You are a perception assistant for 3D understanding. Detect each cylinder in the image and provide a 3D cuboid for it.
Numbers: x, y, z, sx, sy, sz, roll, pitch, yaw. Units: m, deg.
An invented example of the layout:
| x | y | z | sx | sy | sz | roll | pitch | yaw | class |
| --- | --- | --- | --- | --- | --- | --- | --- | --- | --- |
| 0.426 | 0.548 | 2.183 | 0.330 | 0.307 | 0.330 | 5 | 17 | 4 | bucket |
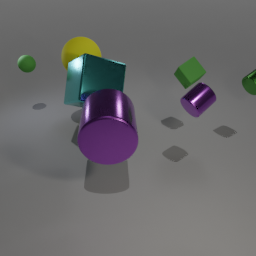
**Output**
| x | y | z | sx | sy | sz | roll | pitch | yaw | class |
| --- | --- | --- | --- | --- | --- | --- | --- | --- | --- |
| 4.206 | -1.534 | 9.077 | 0.700 | 0.700 | 0.700 | -35 | 38 | -9 | cylinder |
| 1.919 | -0.765 | 7.669 | 0.700 | 0.700 | 0.700 | -41 | 41 | -8 | cylinder |
| -0.489 | -0.053 | 6.952 | 1.400 | 1.400 | 1.400 | -1 | 35 | -3 | cylinder |

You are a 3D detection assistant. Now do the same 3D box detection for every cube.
| x | y | z | sx | sy | sz | roll | pitch | yaw | class |
| --- | --- | --- | --- | --- | --- | --- | --- | --- | --- |
| -1.054 | -1.356 | 8.756 | 1.400 | 1.400 | 1.400 | 8 | -3 | -31 | cube |
| 2.136 | -1.902 | 9.708 | 0.700 | 0.700 | 0.700 | -35 | -6 | -9 | cube |

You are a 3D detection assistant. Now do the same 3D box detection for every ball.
| x | y | z | sx | sy | sz | roll | pitch | yaw | class |
| --- | --- | --- | --- | --- | --- | --- | --- | --- | --- |
| -4.106 | -2.604 | 11.371 | 0.700 | 0.700 | 0.700 | 0 | 29 | 0 | ball |
| -1.639 | -2.493 | 9.902 | 1.400 | 1.400 | 1.400 | 0 | 29 | 0 | ball |
